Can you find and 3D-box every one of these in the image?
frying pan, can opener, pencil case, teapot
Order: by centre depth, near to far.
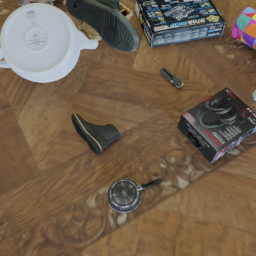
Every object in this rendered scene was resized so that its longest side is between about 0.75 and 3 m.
[{"bbox_3d":[0.208,1.800,7.613,1.572,0.256,0.951,-3,58,2],"label":"frying pan"},{"bbox_3d":[-2.826,-2.663,9.451,2.668,1.949,2.633,31,88,1],"label":"teapot"},{"bbox_3d":[1.528,-1.811,9.786,0.280,0.351,1.051,-34,64,-19],"label":"can opener"},{"bbox_3d":[5.313,-3.292,10.205,2.971,1.313,1.313,36,64,20],"label":"pencil case"}]

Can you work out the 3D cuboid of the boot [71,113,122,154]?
[{"bbox_3d":[-0.978,-0.021,8.614,1.009,0.565,1.459,-33,76,-24],"label":"boot"}]

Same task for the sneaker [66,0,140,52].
[{"bbox_3d":[-0.361,-2.811,7.078,2.311,0.883,1.324,40,48,22],"label":"sneaker"}]

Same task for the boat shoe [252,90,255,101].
[{"bbox_3d":[4.894,-1.108,9.280,1.403,0.459,0.516,-1,58,-1],"label":"boat shoe"}]

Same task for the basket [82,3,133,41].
[{"bbox_3d":[-0.840,-4.199,10.571,1.611,1.200,1.150,-34,96,-19],"label":"basket"}]

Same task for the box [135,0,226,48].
[{"bbox_3d":[2.020,-4.502,11.266,2.999,0.690,2.384,-12,59,-8],"label":"box"}]

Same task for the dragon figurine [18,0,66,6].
[{"bbox_3d":[-3.282,-5.920,12.056,2.966,0.873,1.475,-32,63,-17],"label":"dragon figurine"}]

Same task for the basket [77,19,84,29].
[{"bbox_3d":[-1.603,-4.463,11.276,0.675,0.646,0.906,10,59,7],"label":"basket"}]

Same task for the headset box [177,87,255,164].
[{"bbox_3d":[2.659,-0.067,8.422,2.101,0.811,1.563,-29,62,-19],"label":"headset box"}]
